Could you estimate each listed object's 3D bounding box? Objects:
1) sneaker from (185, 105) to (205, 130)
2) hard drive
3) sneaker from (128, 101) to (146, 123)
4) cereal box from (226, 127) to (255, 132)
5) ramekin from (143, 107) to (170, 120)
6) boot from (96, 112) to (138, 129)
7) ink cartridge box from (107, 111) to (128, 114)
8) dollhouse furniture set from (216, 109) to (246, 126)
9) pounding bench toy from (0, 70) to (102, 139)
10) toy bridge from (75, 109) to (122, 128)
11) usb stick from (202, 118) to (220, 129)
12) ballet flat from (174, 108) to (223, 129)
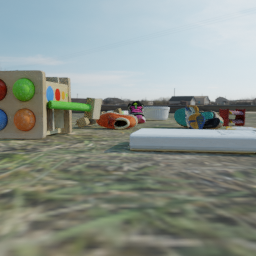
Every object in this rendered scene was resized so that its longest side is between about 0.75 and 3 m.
[{"bbox_3d":[2.494,-0.230,10.466,0.598,0.700,1.589,-1,32,4],"label":"sneaker"},{"bbox_3d":[1.427,0.237,5.894,2.531,0.338,1.669,1,4,11],"label":"hard drive"},{"bbox_3d":[0.437,-0.945,16.298,1.071,1.270,2.904,0,4,-1],"label":"sneaker"},{"bbox_3d":[3.468,0.131,7.786,1.428,0.282,1.027,1,4,18],"label":"cereal box"},{"bbox_3d":[1.949,-1.031,19.921,2.020,0.941,2.020,0,3,0],"label":"ramekin"},{"bbox_3d":[-0.610,-0.278,11.421,1.827,0.685,0.980,1,11,22],"label":"boot"},{"bbox_3d":[-0.594,-0.887,19.898,1.158,0.666,1.978,1,4,21],"label":"ink cartridge box"},{"bbox_3d":[4.648,-0.549,13.855,1.082,0.818,2.011,-2,4,-24],"label":"dollhouse furniture set"},{"bbox_3d":[-2.448,-0.678,8.280,2.957,1.837,2.306,1,4,9],"label":"pounding bench toy"},{"bbox_3d":[-1.411,-0.418,12.776,0.957,0.387,2.846,-20,-1,35],"label":"toy bridge"},{"bbox_3d":[2.887,-0.151,10.157,0.236,0.401,1.446,30,-7,-7],"label":"usb stick"},{"bbox_3d":[2.959,-0.315,11.799,0.863,0.873,2.565,19,1,-27],"label":"ballet flat"}]
